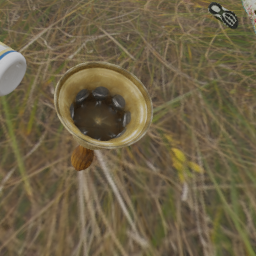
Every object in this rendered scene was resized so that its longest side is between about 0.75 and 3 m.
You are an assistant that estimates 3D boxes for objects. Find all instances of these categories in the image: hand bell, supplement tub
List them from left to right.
[{"bbox_3d":[-2.963,-1.402,5.791,1.389,1.005,1.005,32,54,1],"label":"supplement tub"},{"bbox_3d":[-0.372,0.117,2.684,0.751,1.443,0.751,8,62,-15],"label":"hand bell"}]

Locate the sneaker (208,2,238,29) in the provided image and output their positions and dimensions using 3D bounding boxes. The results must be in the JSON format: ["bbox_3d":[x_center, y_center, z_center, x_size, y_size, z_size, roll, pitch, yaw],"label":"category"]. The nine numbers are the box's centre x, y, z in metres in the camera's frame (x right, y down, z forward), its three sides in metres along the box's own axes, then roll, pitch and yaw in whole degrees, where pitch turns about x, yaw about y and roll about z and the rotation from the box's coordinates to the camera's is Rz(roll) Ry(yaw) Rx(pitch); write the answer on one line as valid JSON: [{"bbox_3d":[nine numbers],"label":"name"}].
[{"bbox_3d":[3.009,-3.505,8.821,1.118,0.496,0.430,45,102,9],"label":"sneaker"}]

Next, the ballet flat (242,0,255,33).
[{"bbox_3d":[3.588,-3.026,7.496,0.625,0.528,1.652,-15,78,-15],"label":"ballet flat"}]
